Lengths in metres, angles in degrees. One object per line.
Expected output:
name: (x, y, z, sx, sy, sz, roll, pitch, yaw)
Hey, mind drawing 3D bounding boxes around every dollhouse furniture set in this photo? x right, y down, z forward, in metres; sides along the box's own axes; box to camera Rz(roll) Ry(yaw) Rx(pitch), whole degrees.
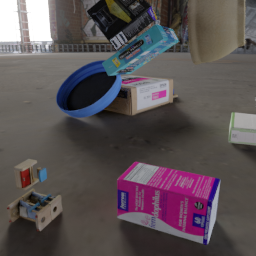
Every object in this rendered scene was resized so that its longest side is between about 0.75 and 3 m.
dollhouse furniture set: (-1.470, 1.025, 4.359, 0.596, 0.845, 0.592, 7, 20, 21)

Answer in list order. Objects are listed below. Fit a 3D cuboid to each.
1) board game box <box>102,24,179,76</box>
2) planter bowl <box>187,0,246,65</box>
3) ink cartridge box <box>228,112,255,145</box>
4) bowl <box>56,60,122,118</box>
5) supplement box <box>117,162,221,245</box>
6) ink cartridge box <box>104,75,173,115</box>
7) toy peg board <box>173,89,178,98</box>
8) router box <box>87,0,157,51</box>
board game box: (0.212, -1.232, 4.536, 1.061, 0.249, 0.801, -28, -2, 29)
planter bowl: (2.926, -3.311, 8.993, 1.596, 2.372, 2.372, 0, 17, 23)
ink cartridge box: (3.989, 0.044, 7.800, 2.183, 0.524, 1.589, 7, 20, 20)
bowl: (-1.405, -1.421, 10.185, 2.561, 0.503, 2.561, -16, 46, 18)
supplement box: (0.609, 1.096, 4.334, 1.428, 0.722, 0.738, 9, 20, 24)
ink cartridge box: (0.143, -1.455, 11.445, 2.335, 1.065, 2.835, 14, 22, 38)
toy peg board: (1.530, -1.758, 13.131, 1.170, 0.572, 1.165, -15, 23, -37)
router box: (-0.187, -2.619, 6.468, 1.160, 0.385, 1.475, -36, 53, 7)
